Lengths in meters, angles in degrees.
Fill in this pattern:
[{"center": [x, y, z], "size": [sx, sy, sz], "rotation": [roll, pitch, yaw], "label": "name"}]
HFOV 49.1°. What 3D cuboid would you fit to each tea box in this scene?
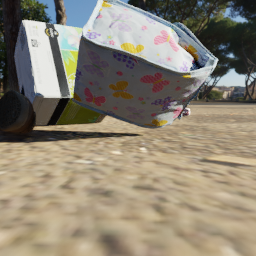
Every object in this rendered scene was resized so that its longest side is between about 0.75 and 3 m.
[{"center": [-1.840, -1.538, 8.279], "size": [2.442, 2.482, 1.659], "rotation": [-4, -24, -33], "label": "tea box"}]

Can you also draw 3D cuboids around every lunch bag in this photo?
[{"center": [0.244, -1.063, 5.381], "size": [2.276, 1.447, 1.930], "rotation": [21, -32, -2], "label": "lunch bag"}]

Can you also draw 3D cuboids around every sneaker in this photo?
[{"center": [-2.303, -0.277, 6.005], "size": [0.873, 0.814, 2.312], "rotation": [16, -7, -37], "label": "sneaker"}]

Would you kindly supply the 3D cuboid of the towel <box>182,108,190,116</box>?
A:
[{"center": [2.045, -0.900, 13.796], "size": [2.022, 0.413, 2.763], "rotation": [4, 6, 12], "label": "towel"}]
